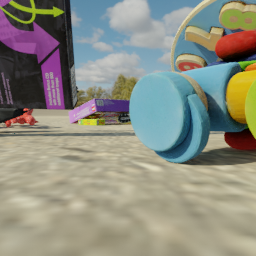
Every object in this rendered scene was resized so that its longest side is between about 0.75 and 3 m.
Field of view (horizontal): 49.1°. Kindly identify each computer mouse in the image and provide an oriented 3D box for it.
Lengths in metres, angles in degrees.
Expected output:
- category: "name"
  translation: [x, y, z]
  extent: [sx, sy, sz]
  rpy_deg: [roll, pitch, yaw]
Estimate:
- category: "computer mouse"
  translation: [-2.125, -0.498, 5.815]
  extent: [2.321, 0.395, 0.680]
  rpy_deg: [-20, 7, 4]

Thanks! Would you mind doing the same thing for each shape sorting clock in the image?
- category: "shape sorting clock"
  translation: [1.758, -0.612, 3.488]
  extent: [2.573, 0.505, 2.573]
  rpy_deg: [17, -29, 10]

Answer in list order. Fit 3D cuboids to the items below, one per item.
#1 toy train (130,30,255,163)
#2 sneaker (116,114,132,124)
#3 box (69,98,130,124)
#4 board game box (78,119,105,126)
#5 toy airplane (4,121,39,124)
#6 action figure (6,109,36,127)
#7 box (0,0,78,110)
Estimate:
- category: "toy train"
  translation: [1.454, -0.244, 1.825]
  extent: [1.661, 1.215, 2.871]
  rpy_deg: [-16, 11, -38]
- category: "sneaker"
  translation: [0.091, -0.353, 10.573]
  extent: [1.172, 0.458, 0.529]
  rpy_deg: [2, -8, -23]
- category: "box"
  translation: [-0.730, -0.613, 10.857]
  extent: [2.572, 0.503, 1.760]
  rpy_deg: [-2, -11, -42]
- category: "board game box"
  translation: [-1.268, -0.201, 9.741]
  extent: [0.866, 0.206, 0.440]
  rpy_deg: [2, 4, 37]
- category: "toy airplane"
  translation: [-4.378, -0.391, 9.386]
  extent: [2.557, 0.470, 2.557]
  rpy_deg: [11, -11, 2]
- category: "action figure"
  translation: [-3.197, -0.385, 7.929]
  extent: [0.767, 0.606, 2.343]
  rpy_deg: [-39, 32, -29]
- category: "box"
  translation: [-2.147, -1.205, 4.208]
  extent: [2.617, 1.871, 0.472]
  rpy_deg: [1, 29, 1]
